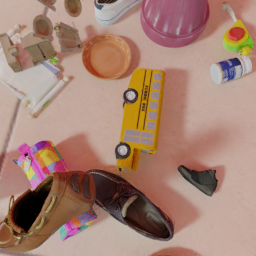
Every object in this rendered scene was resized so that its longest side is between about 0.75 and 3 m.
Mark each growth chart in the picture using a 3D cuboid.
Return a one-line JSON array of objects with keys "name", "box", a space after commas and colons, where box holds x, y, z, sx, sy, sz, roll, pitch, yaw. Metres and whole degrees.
[{"name": "growth chart", "box": [-3.222, -1.915, 8.855, 2.057, 0.252, 2.842, -44, 80, -10]}]

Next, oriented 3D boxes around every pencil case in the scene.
[{"name": "pencil case", "box": [-1.956, 1.610, 7.547, 1.199, 1.199, 2.714, -35, 79, -8]}]

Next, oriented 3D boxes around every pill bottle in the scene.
[{"name": "pill bottle", "box": [3.172, -1.810, 8.630, 1.107, 0.641, 0.641, -17, 77, -5]}]

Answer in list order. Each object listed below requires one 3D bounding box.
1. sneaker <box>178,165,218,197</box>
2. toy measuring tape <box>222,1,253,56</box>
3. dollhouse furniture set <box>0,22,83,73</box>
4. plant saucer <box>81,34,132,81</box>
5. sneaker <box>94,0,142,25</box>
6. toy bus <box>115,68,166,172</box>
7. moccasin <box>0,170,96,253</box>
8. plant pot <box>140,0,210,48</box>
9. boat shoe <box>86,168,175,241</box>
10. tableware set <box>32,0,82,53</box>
[{"name": "sneaker", "box": [2.027, 1.321, 7.966, 1.227, 0.469, 0.703, 35, 77, 5]}, {"name": "toy measuring tape", "box": [3.252, -3.129, 8.962, 0.805, 0.805, 2.187, -15, 64, -4]}, {"name": "dollhouse furniture set", "box": [-2.633, -2.684, 8.393, 2.264, 1.173, 1.002, -21, 79, -6]}, {"name": "plant saucer", "box": [-0.672, -2.221, 8.906, 1.592, 0.298, 1.592, 0, 75, 0]}, {"name": "sneaker", "box": [-0.018, -4.528, 9.110, 1.010, 0.979, 2.765, 38, 79, 8]}, {"name": "toy bus", "box": [0.338, -0.200, 8.082, 1.148, 0.954, 2.932, 8, 76, 1]}, {"name": "moccasin", "box": [-1.799, 1.622, 5.231, 1.096, 2.840, 1.039, 24, 47, -35]}, {"name": "plant pot", "box": [1.496, -3.865, 8.451, 2.196, 1.966, 2.196, 0, 76, 0]}, {"name": "boat shoe", "box": [-0.013, 2.019, 7.521, 2.971, 0.963, 1.069, 35, 79, 8]}, {"name": "tableware set", "box": [-1.435, -2.308, 5.789, 0.166, 1.197, 1.432, 11, 97, 40]}]
